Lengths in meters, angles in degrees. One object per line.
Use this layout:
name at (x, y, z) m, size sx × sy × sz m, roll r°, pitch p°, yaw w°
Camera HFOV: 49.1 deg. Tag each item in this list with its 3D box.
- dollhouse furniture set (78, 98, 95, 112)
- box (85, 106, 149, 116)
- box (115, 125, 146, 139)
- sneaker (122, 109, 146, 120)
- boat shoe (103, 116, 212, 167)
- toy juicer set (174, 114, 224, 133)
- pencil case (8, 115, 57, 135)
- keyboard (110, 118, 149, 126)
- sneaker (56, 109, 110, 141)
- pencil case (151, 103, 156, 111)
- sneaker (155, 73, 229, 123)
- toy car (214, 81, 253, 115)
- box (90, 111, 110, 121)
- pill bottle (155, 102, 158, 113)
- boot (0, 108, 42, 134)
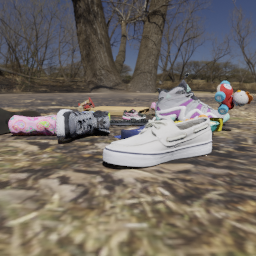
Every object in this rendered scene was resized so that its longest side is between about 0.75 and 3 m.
dollhouse furniture set at (-2.207, -1.046, 14.913) m, size 0.735 × 0.555 × 1.366 m, roll -27°, pitch 26°, yaw 4°
box at (-0.512, -0.943, 15.311) m, size 2.965 × 0.315 × 2.424 m, roll 2°, pitch 9°, yaw 18°
box at (0.664, 0.179, 8.312) m, size 1.973 × 0.320 × 1.195 m, roll 6°, pitch 11°, yaw 39°
sneaker at (0.306, -0.646, 12.911) m, size 1.134 × 0.489 × 0.455 m, roll -2°, pitch 11°, yaw -16°
boat shoe at (0.758, 0.204, 6.107) m, size 2.830 × 0.930 × 1.018 m, roll -5°, pitch 10°, yaw -27°
toy juicer set at (2.145, -0.125, 9.086) m, size 1.541 × 0.659 × 2.422 m, roll 5°, pitch 11°, yaw 27°
pencil case at (-2.903, -0.090, 8.869) m, size 1.575 × 0.689 × 0.689 m, roll -1°, pitch 9°, yaw 2°
keyboard at (0.198, -0.262, 11.477) m, size 1.905 × 0.196 × 1.211 m, roll 1°, pitch 9°, yaw 0°
sneaker at (-1.249, -0.148, 8.422) m, size 1.333 × 0.884 × 2.343 m, roll -1°, pitch 6°, yaw 6°
pencil case at (1.583, -0.951, 14.271) m, size 0.944 × 0.413 × 0.413 m, roll 31°, pitch 25°, yaw 30°
sneaker at (2.541, -1.160, 11.157) m, size 2.916 × 2.039 × 1.133 m, roll 2°, pitch 9°, yaw 13°
toy car at (3.453, -1.017, 9.002) m, size 1.048 × 0.927 × 0.966 m, roll -4°, pitch 31°, yaw 33°
box at (-1.783, -0.470, 12.039) m, size 1.788 × 0.426 × 1.090 m, roll -3°, pitch 9°, yaw -22°
pill bottle at (2.194, -0.926, 13.165) m, size 1.718 × 0.962 × 0.962 m, roll -3°, pitch 9°, yaw -16°
boot at (-4.335, -0.248, 9.315) m, size 2.693 × 0.991 × 1.016 m, roll 5°, pitch -3°, yaw -43°
